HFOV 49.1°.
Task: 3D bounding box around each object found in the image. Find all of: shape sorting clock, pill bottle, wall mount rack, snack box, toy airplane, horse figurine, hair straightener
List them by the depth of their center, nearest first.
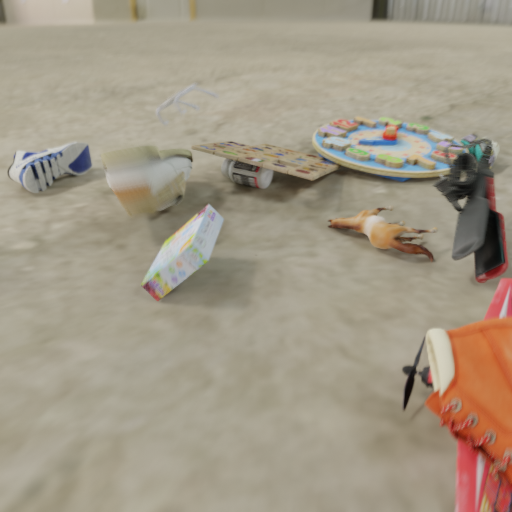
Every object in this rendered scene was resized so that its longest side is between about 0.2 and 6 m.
[{"bbox_3d":[2.959,1.474,5.432,3.071,0.565,3.071,-7,41,6],"label":"toy airplane"},{"bbox_3d":[-1.030,-0.082,8.085,1.012,0.377,1.424,-39,17,22],"label":"snack box"},{"bbox_3d":[3.395,-1.032,8.798,1.182,0.629,3.073,37,49,-16],"label":"hair straightener"},{"bbox_3d":[2.147,-0.429,9.276,1.209,0.455,1.824,-8,28,-22],"label":"horse figurine"},{"bbox_3d":[-1.448,-3.156,11.554,1.256,0.468,1.092,-12,23,50],"label":"wall mount rack"},{"bbox_3d":[-0.205,-1.753,11.648,1.000,0.554,0.554,16,32,27],"label":"pill bottle"},{"bbox_3d":[3.128,-2.645,13.166,3.614,0.709,3.614,0,28,0],"label":"shape sorting clock"}]

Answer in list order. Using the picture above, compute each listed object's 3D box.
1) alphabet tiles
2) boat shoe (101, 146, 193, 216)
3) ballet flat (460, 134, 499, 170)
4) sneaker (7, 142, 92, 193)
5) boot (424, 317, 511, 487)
[{"bbox_3d":[0.392,-2.107,11.919,2.526,0.114,3.022,17,18,16],"label":"alphabet tiles"},{"bbox_3d":[-1.891,-1.368,10.269,1.198,1.097,3.206,-8,8,12],"label":"boat shoe"},{"bbox_3d":[5.226,-2.459,12.877,0.604,0.604,1.678,0,27,-1],"label":"ballet flat"},{"bbox_3d":[-4.504,-2.000,11.897,1.092,0.764,1.891,17,34,25],"label":"sneaker"},{"bbox_3d":[2.118,1.568,4.726,1.268,0.887,2.365,-2,48,5],"label":"boot"}]
